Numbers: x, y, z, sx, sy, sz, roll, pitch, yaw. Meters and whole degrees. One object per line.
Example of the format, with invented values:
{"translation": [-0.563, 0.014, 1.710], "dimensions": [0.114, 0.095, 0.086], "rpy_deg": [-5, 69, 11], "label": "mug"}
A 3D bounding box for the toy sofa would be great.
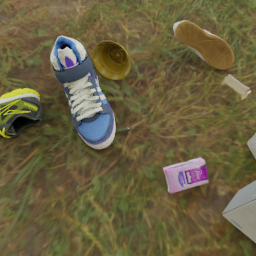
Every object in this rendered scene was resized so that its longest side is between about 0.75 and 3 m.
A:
{"translation": [3.140, -1.213, 8.063], "dimensions": [0.795, 0.388, 0.329], "rpy_deg": [43, 38, 22], "label": "toy sofa"}

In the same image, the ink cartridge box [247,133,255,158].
{"translation": [4.101, 0.773, 7.255], "dimensions": [1.202, 0.691, 1.656], "rpy_deg": [-17, 63, -9], "label": "ink cartridge box"}

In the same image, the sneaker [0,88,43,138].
{"translation": [-3.594, -0.192, 7.599], "dimensions": [2.659, 0.990, 1.125], "rpy_deg": [-25, 66, -11], "label": "sneaker"}

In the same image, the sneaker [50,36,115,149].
{"translation": [-1.308, -1.038, 7.321], "dimensions": [1.164, 2.115, 2.889], "rpy_deg": [-21, 61, 6], "label": "sneaker"}

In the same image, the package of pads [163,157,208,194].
{"translation": [1.430, 1.177, 6.946], "dimensions": [1.053, 0.398, 0.634], "rpy_deg": [-14, 99, -7], "label": "package of pads"}

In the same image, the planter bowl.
{"translation": [-0.417, -2.178, 8.686], "dimensions": [1.282, 1.282, 0.534], "rpy_deg": [21, 43, 11], "label": "planter bowl"}

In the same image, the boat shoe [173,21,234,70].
{"translation": [2.362, -2.651, 8.741], "dimensions": [2.253, 0.798, 0.781], "rpy_deg": [30, 22, -21], "label": "boat shoe"}

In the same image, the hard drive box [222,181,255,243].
{"translation": [3.151, 1.823, 5.578], "dimensions": [1.711, 2.196, 0.843], "rpy_deg": [39, 67, 14], "label": "hard drive box"}
